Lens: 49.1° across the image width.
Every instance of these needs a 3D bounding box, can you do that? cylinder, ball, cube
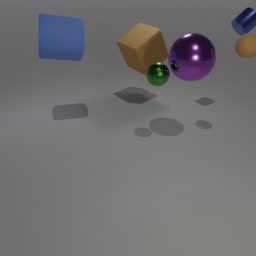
[{"bbox_3d":[-2.249,-2.992,9.339,1.400,1.400,1.400,-1,28,-19],"label":"cylinder"},{"bbox_3d":[1.904,-2.100,8.380,1.400,1.400,1.400,0,29,0],"label":"ball"},{"bbox_3d":[3.508,-2.404,8.188,0.700,0.700,0.700,0,29,0],"label":"ball"},{"bbox_3d":[0.891,-1.601,8.358,0.700,0.700,0.700,0,29,0],"label":"ball"},{"bbox_3d":[4.176,-3.765,9.946,0.700,0.700,0.700,-41,30,9],"label":"cylinder"},{"bbox_3d":[0.636,-3.354,11.882,1.400,1.400,1.400,-42,46,-12],"label":"cube"}]
